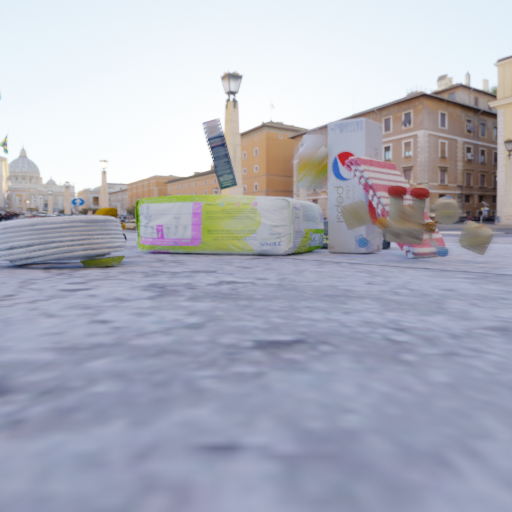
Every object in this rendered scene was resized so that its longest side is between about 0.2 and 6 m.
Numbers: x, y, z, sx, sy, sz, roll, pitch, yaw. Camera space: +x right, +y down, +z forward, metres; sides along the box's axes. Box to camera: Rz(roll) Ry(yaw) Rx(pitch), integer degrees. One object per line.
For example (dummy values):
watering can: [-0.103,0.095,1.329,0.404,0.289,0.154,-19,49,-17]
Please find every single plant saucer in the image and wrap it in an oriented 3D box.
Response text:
plant saucer: [-2.275,0.092,8.342,0.533,0.128,0.534,-6,3,4]

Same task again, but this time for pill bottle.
pill bottle: [1.001,-1.647,9.839,0.507,0.914,0.507,1,10,0]

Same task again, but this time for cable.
cable: [-3.007,-0.260,8.659,1.946,0.674,1.946,-5,2,-7]

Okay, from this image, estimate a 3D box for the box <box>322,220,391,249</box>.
box: [2.129,-0.623,15.925,3.120,0.796,2.460,1,2,6]

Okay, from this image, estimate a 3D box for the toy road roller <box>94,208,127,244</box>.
toy road roller: [-4.655,-0.845,16.520,1.615,1.179,0.993,-2,4,-38]

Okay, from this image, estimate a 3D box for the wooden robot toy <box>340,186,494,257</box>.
wooden robot toy: [2.721,-0.687,9.614,2.465,1.086,1.119,7,18,14]

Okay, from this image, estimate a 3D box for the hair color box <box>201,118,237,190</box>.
hair color box: [-0.771,-2.148,11.882,0.413,1.366,0.683,-15,46,0]

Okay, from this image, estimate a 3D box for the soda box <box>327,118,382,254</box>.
soda box: [2.225,-1.515,12.531,0.931,2.925,0.996,2,4,35]

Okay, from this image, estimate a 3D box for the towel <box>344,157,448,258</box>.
towel: [2.920,-0.981,11.519,1.804,2.466,0.369,-3,-30,-49]

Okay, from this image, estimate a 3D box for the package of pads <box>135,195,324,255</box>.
package of pads: [-0.569,-0.719,12.979,3.786,1.291,2.925,1,3,20]
